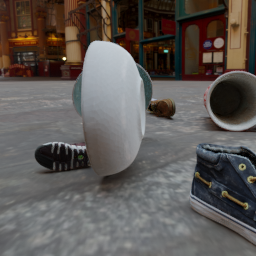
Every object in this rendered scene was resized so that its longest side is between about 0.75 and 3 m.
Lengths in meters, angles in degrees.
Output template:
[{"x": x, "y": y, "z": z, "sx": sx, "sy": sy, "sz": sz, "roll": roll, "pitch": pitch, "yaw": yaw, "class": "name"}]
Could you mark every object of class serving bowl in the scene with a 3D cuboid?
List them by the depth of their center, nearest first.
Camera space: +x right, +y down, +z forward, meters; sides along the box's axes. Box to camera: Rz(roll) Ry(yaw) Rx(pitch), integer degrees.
[{"x": -0.111, "y": -0.326, "z": 4.741, "sx": 0.742, "sy": 2.256, "sz": 2.256, "roll": -2, "pitch": 11, "yaw": 9, "class": "serving bowl"}]

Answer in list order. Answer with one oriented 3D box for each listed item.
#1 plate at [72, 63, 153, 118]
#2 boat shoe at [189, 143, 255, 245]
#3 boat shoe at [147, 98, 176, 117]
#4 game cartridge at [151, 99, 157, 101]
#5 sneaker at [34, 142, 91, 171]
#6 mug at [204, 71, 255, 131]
[{"x": -0.378, "y": -0.849, "z": 7.037, "sx": 2.027, "sy": 2.027, "sz": 0.259, "roll": -2, "pitch": 40, "yaw": -11, "class": "plate"}, {"x": 1.486, "y": 0.743, "z": 3.072, "sx": 0.682, "sy": 0.875, "sz": 1.928, "roll": -10, "pitch": 15, "yaw": -39, "class": "boat shoe"}, {"x": 1.249, "y": -0.762, "z": 10.995, "sx": 0.684, "sy": 0.724, "sz": 2.013, "roll": -6, "pitch": 3, "yaw": -12, "class": "boat shoe"}, {"x": 0.913, "y": -1.386, "z": 14.882, "sx": 1.424, "sy": 0.291, "sz": 0.948, "roll": -4, "pitch": 8, "yaw": -17, "class": "game cartridge"}, {"x": -1.134, "y": 0.505, "z": 5.412, "sx": 1.347, "sy": 0.510, "sz": 0.778, "roll": 6, "pitch": 3, "yaw": -25, "class": "sneaker"}, {"x": 3.624, "y": -0.811, "z": 9.375, "sx": 2.323, "sy": 1.746, "sz": 2.617, "roll": 25, "pitch": 10, "yaw": 5, "class": "mug"}]
